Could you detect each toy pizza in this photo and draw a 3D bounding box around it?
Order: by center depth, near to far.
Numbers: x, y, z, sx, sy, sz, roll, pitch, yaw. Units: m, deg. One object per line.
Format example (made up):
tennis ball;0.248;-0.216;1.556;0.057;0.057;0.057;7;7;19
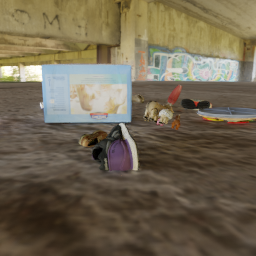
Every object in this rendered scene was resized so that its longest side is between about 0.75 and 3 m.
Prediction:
toy pizza;3.416;-0.413;9.406;2.166;0.343;2.166;-1;10;0

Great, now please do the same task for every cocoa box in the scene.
cocoa box;-1.292;-1.208;9.434;2.796;1.865;1.835;-1;12;-3

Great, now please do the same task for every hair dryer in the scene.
hair dryer;1.712;-1.240;10.882;0.336;1.237;0.942;26;52;-10

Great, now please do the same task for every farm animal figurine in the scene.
farm animal figurine;0.870;-0.453;7.738;1.257;0.655;1.243;18;-1;35

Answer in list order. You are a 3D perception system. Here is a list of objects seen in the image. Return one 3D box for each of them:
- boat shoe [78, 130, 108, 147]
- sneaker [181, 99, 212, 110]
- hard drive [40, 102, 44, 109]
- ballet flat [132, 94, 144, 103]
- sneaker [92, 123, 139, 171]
boat shoe;-0.735;0.275;6.282;0.298;0.306;0.808;31;29;30
sneaker;2.971;-0.987;12.135;1.353;0.476;0.633;8;1;33
hard drive;-3.195;-1.099;12.918;1.584;0.201;1.045;-7;13;-19
ballet flat;-0.167;-1.576;14.680;2.083;0.483;0.702;5;14;18
sneaker;-0.327;0.317;5.237;0.744;0.644;1.700;-7;13;-9
